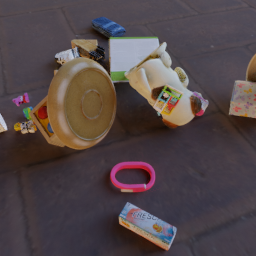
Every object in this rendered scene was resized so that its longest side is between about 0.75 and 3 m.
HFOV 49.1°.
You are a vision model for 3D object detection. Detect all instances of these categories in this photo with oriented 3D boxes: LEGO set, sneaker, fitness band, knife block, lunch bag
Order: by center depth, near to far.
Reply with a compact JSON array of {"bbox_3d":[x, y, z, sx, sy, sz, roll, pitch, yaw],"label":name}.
[{"bbox_3d":[0.142,1.420,8.288,1.321,0.247,0.949,0,47,-2],"label":"fitness band"},{"bbox_3d":[-3.627,-0.323,9.648,0.692,0.644,1.687,-16,56,-10],"label":"LEGO set"},{"bbox_3d":[4.392,-1.108,10.101,1.217,0.913,1.435,9,56,21],"label":"lunch bag"},{"bbox_3d":[2.350,-1.065,10.376,0.635,0.585,1.439,-36,65,-29],"label":"sneaker"},{"bbox_3d":[-2.553,-2.716,11.888,1.077,0.707,1.872,-14,43,1],"label":"sneaker"},{"bbox_3d":[-1.783,-3.360,12.455,1.590,0.509,1.396,1,46,0],"label":"knife block"}]

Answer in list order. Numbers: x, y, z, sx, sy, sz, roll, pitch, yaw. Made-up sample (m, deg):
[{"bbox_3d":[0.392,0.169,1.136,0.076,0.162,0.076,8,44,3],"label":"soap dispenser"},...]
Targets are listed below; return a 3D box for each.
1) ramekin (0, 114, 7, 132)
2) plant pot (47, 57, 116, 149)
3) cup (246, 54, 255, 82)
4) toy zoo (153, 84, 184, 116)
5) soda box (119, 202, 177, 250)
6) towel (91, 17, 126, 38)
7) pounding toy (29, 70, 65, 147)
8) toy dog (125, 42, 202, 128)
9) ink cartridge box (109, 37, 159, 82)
[{"bbox_3d":[-4.499,-0.253,9.362,0.468,0.960,0.960,-27,53,-13],"label":"ramekin"},{"bbox_3d":[-1.157,-0.691,8.239,0.373,2.713,2.713,7,44,37],"label":"plant pot"},{"bbox_3d":[5.675,-1.759,9.785,1.720,2.405,2.405,-15,49,-18],"label":"cup"},{"bbox_3d":[1.218,-0.809,8.797,0.648,0.987,0.101,25,20,-14],"label":"toy zoo"},{"bbox_3d":[0.482,2.487,7.137,1.440,0.493,0.458,23,52,19],"label":"soda box"},{"bbox_3d":[-0.995,-5.082,14.090,0.980,0.426,1.755,-34,56,-28],"label":"towel"},{"bbox_3d":[-2.148,-0.584,8.805,1.671,1.188,1.538,-42,69,6],"label":"pounding toy"},{"bbox_3d":[1.342,-1.271,9.356,1.785,2.558,2.480,-38,14,15],"label":"toy dog"},{"bbox_3d":[0.283,-2.448,11.277,2.085,1.069,2.821,-2,50,-2],"label":"ink cartridge box"}]
